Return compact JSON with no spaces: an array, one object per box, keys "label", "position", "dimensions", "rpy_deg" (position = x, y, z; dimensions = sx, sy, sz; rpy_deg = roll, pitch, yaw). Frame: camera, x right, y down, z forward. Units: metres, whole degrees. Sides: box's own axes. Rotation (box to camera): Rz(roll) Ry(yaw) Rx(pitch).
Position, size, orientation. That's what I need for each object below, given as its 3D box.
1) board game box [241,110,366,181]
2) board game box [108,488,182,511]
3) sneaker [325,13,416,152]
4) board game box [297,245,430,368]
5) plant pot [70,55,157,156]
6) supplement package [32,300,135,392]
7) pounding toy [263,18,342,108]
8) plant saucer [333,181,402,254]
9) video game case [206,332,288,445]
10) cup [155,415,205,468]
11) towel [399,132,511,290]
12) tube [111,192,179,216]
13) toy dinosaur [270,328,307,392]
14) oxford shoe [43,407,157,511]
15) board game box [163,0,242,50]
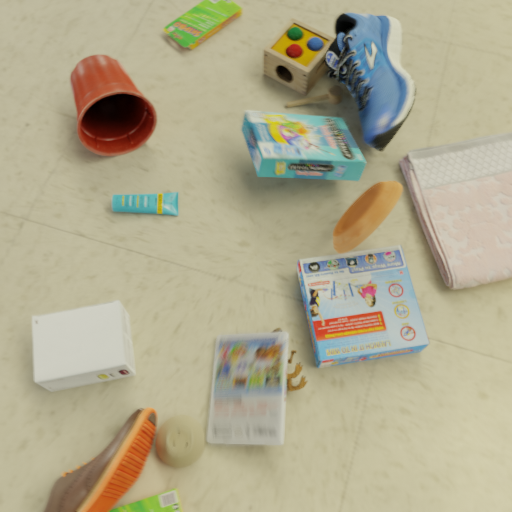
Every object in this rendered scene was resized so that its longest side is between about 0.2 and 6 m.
[{"label":"board game box","position":[0.899,-2.170,10.980],"dimensions":[2.083,0.489,1.573],"rpy_deg":[0,46,-17]},{"label":"board game box","position":[-1.821,4.181,8.760],"dimensions":[1.354,0.203,0.647],"rpy_deg":[-15,65,-9]},{"label":"sneaker","position":[2.172,-3.672,11.594],"dimensions":[1.616,1.424,3.625],"rpy_deg":[9,56,-15]},{"label":"board game box","position":[1.864,0.888,10.085],"dimensions":[1.960,0.548,1.919],"rpy_deg":[-8,66,-4]},{"label":"plant pot","position":[-3.046,-3.179,11.511],"dimensions":[1.610,1.610,1.566],"rpy_deg":[-22,59,-10]},{"label":"supplement package","position":[-2.947,1.559,9.618],"dimensions":[1.496,0.830,1.165],"rpy_deg":[-11,65,-4]},{"label":"pounding toy","position":[1.101,-4.065,12.204],"dimensions":[1.890,0.865,1.661],"rpy_deg":[32,69,14]},{"label":"plant saucer","position":[1.907,-0.743,9.985],"dimensions":[0.305,1.628,1.628],"rpy_deg":[41,70,-8]},{"label":"video game case","position":[-0.131,2.207,9.441],"dimensions":[1.311,0.165,1.831],"rpy_deg":[-6,63,21]},{"label":"cup","position":[-1.225,2.981,9.036],"dimensions":[0.828,0.592,0.828],"rpy_deg":[2,71,-6]},{"label":"towel","position":[4.801,-1.042,11.005],"dimensions":[3.227,0.520,3.083],"rpy_deg":[-12,66,-4]},{"label":"tube","position":[-2.194,-1.040,11.142],"dimensions":[1.299,0.327,0.503],"rpy_deg":[0,79,-5]},{"label":"toy dinosaur","position":[0.363,2.115,9.651],"dimensions":[0.903,0.513,1.700],"rpy_deg":[1,62,31]},{"label":"oxford shoe","position":[-2.574,3.475,8.686],"dimensions":[1.014,0.991,2.781],"rpy_deg":[22,61,23]},{"label":"board game box","position":[-1.264,-5.544,13.233],"dimensions":[1.802,0.270,0.861],"rpy_deg":[-41,71,-19]}]
